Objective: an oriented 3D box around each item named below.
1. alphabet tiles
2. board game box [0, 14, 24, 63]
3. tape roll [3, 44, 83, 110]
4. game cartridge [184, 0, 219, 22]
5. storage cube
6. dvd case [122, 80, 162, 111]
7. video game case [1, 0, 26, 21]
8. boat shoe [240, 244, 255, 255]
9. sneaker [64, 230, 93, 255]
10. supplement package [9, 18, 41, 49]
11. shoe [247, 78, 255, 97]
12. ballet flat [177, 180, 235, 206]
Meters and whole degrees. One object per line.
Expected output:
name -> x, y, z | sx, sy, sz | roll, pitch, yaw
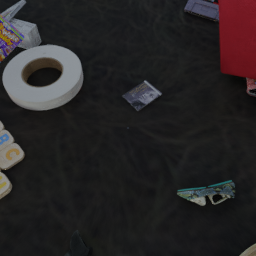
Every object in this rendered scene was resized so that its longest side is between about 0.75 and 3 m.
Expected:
alphabet tiles -> -4.269, 0.955, 7.196 | 2.793, 0.208, 2.856 | -36, 63, -21
board game box -> -3.639, -2.537, 7.170 | 1.045, 1.554, 0.348 | -42, 34, 8
tape roll -> -2.612, -1.624, 8.726 | 2.432, 0.444, 2.432 | 0, 56, 0
game cartridge -> 3.008, -4.667, 10.625 | 1.481, 0.284, 0.960 | 24, 88, 15
storage cube -> 4.254, -2.996, 7.904 | 2.828, 2.542, 2.418 | 23, 52, 40
dvd case -> 0.431, -1.005, 8.547 | 0.987, 0.079, 0.734 | -35, 63, -21
video game case -> -4.381, -3.857, 9.865 | 1.481, 0.163, 1.348 | -8, 47, 35
boat shoe -> 2.355, 3.061, 5.550 | 2.049, 0.666, 0.739 | -34, 63, -20
sneaker -> -0.928, 2.766, 5.946 | 1.085, 0.326, 0.566 | 38, 69, 25
supplement package -> -3.586, -3.181, 9.557 | 0.960, 0.747, 0.532 | 19, 59, 12
shoe -> 4.420, -1.240, 8.432 | 1.630, 0.582, 0.742 | 10, 59, 12
ballet flat -> 1.889, 1.593, 6.649 | 1.414, 0.525, 0.525 | -10, 57, -2
